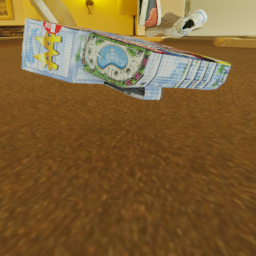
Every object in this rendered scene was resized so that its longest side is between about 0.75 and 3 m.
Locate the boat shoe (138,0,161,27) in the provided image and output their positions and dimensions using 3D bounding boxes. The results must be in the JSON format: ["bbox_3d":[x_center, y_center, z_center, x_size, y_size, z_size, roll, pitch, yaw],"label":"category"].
[{"bbox_3d":[0.515,-4.183,8.512,0.681,2.177,0.775,-8,3,-10],"label":"boat shoe"}]

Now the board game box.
[{"bbox_3d":[-0.197,-1.177,4.983,2.827,0.873,2.829,-7,27,-42],"label":"board game box"}]

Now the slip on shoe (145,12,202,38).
[{"bbox_3d":[1.451,-3.576,9.572,0.922,0.734,2.424,-19,21,-29],"label":"slip on shoe"}]

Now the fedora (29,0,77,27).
[{"bbox_3d":[-2.257,-3.526,8.808,0.821,2.012,2.012,-36,26,0],"label":"fedora"}]

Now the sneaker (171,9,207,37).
[{"bbox_3d":[1.510,-2.753,7.556,0.541,0.468,1.249,-41,12,-26],"label":"sneaker"}]
